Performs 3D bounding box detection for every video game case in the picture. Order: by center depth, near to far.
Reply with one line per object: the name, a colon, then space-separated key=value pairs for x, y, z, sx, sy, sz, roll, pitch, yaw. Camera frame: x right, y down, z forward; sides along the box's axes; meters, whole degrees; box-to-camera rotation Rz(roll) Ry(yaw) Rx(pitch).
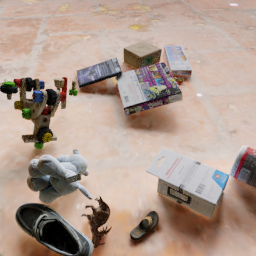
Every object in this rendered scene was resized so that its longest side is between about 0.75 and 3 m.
video game case: x=0.751 y=-1.675 z=11.402 sx=2.278 sy=0.450 sz=2.513 roll=-16 pitch=41 yaw=0
video game case: x=-1.306 y=-2.503 z=12.554 sx=1.962 sy=0.186 sz=1.401 roll=-19 pitch=41 yaw=1

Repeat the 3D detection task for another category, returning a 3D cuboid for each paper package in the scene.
paper package: x=0.694 y=-3.590 z=13.760 sx=1.452 sy=0.751 sz=1.384 roll=-28 pitch=47 yaw=-30

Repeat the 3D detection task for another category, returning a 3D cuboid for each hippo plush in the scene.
hippo plush: x=-1.756 y=1.082 z=7.669 sx=1.778 sy=1.416 sz=1.429 roll=-14 pitch=22 yaw=22

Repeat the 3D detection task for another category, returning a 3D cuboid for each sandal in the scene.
sandal: x=0.422 y=2.410 z=7.019 sx=0.950 sy=0.259 sz=0.388 roll=-30 pitch=47 yaw=-29

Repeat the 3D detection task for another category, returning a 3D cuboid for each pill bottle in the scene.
pill bottle: x=3.892 y=1.278 z=7.792 sx=1.820 sy=1.007 sz=1.007 roll=25 pitch=46 yaw=26

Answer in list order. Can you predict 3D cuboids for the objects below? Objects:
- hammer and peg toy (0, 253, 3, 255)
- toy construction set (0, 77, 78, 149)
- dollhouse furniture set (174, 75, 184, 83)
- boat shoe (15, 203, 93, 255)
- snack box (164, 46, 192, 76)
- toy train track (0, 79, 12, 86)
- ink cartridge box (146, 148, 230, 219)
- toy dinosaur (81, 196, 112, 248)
hammer and peg toy: x=-3.141 y=3.182 z=5.858 sx=1.704 sy=0.601 sz=1.253 roll=25 pitch=48 yaw=28
toy construction set: x=-2.865 y=-0.558 z=9.520 sx=2.271 sy=2.092 sz=2.723 roll=16 pitch=21 yaw=23
dollhouse furniture set: x=1.962 y=-2.144 z=12.433 sx=0.901 sy=0.366 sz=0.485 roll=1 pitch=36 yaw=-26
boat shoe: x=-1.811 y=2.310 z=6.543 sx=2.245 sy=0.796 sz=0.809 roll=19 pitch=66 yaw=21
snack box: x=2.421 y=-3.387 z=13.840 sx=0.971 sy=0.328 sz=2.701 roll=-1 pitch=40 yaw=-1
toy train track: x=-6.120 y=-1.653 z=11.744 sx=2.465 sy=0.401 sz=1.414 roll=-28 pitch=48 yaw=-30
ink cartridge box: x=1.605 y=1.466 z=7.809 sx=2.008 sy=0.681 sz=1.165 roll=23 pitch=45 yaw=25
toy dinosaur: x=-0.663 y=2.195 z=6.809 sx=0.802 sy=1.184 sz=0.508 roll=30 pitch=15 yaw=22
